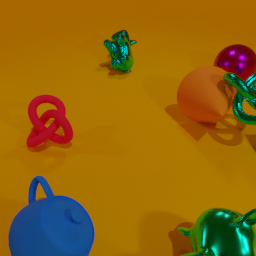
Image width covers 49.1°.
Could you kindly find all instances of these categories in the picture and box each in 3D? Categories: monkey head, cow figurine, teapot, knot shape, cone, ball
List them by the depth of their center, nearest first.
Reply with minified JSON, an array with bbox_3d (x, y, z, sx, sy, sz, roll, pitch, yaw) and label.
[{"bbox_3d":[1.145,1.506,3.762,1.104,1.534,0.925,22,52,-28],"label":"monkey head"},{"bbox_3d":[-0.962,1.545,3.973,1.221,0.962,1.964,8,42,-57],"label":"teapot"},{"bbox_3d":[2.692,-0.640,6.014,1.384,0.640,1.295,11,59,-13],"label":"knot shape"},{"bbox_3d":[-1.875,-0.037,6.357,1.196,0.590,1.278,-43,69,11],"label":"knot shape"},{"bbox_3d":[1.946,-0.541,6.399,1.470,1.470,1.476,1,23,1],"label":"cone"},{"bbox_3d":[3.335,-1.924,8.699,1.313,1.313,1.313,0,36,0],"label":"ball"},{"bbox_3d":[-0.192,-2.725,9.981,0.943,1.718,1.691,-19,-9,19],"label":"cow figurine"}]
